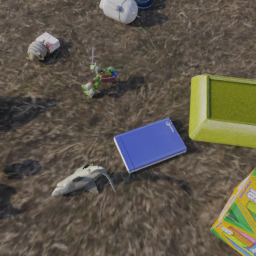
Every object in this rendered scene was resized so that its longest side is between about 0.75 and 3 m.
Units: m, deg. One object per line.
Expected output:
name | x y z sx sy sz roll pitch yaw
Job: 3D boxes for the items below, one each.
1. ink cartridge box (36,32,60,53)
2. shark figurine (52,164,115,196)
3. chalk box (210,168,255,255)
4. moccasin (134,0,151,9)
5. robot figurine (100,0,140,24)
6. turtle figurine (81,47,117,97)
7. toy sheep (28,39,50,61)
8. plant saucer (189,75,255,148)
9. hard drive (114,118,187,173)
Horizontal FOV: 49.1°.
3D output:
ink cartridge box | -3.580 -3.794 12.293 1.044 0.352 0.608 34 63 20
shark figurine | -1.076 1.608 8.427 0.951 2.279 1.362 60 36 -9
chalk box | 3.971 2.713 7.291 2.823 1.750 1.762 34 64 20
moccasin | 0.362 -7.071 14.041 1.103 0.935 2.742 -20 60 -12
robot figurine | -0.364 -5.545 12.966 1.929 1.089 1.636 29 28 17
turtle figurine | -1.295 -1.998 10.735 1.448 1.042 1.404 42 74 -13
toy sheep | -3.754 -3.267 11.732 0.797 0.797 1.156 19 61 12
plant saucer | 3.810 -0.825 10.172 2.984 0.714 2.979 7 58 5
hard drive | 0.742 0.550 9.538 2.091 0.265 1.380 -19 61 -12
